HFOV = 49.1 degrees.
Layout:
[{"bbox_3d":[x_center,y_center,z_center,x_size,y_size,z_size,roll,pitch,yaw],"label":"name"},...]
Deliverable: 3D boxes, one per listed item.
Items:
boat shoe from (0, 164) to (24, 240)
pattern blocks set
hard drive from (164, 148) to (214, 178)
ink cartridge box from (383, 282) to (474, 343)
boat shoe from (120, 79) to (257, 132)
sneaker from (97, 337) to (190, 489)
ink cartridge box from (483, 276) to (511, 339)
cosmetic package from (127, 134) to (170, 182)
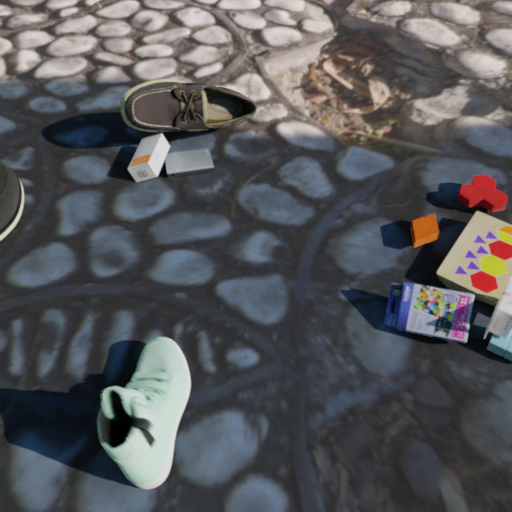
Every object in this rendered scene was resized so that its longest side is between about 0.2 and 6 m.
[{"bbox_3d":[-5.068,-0.638,9.783,1.162,0.995,3.176,5,46,8],"label":"boat shoe"},{"bbox_3d":[4.125,0.103,9.503,3.127,0.288,3.557,35,57,27],"label":"pattern blocks set"},{"bbox_3d":[-1.382,-1.912,11.511,0.956,0.157,0.667,-9,47,-8],"label":"hard drive"},{"bbox_3d":[2.624,0.843,8.571,1.242,0.261,0.741,10,80,20],"label":"ink cartridge box"},{"bbox_3d":[-1.295,-3.104,11.475,2.925,1.071,0.948,-16,21,-34],"label":"boat shoe"},{"bbox_3d":[-1.435,1.731,7.261,0.783,1.255,2.127,-10,47,10],"label":"sneaker"},{"bbox_3d":[3.707,0.823,8.281,0.320,0.553,0.949,24,53,22],"label":"ink cartridge box"},{"bbox_3d":[-2.162,-1.990,11.332,0.519,0.365,1.023,-11,43,22],"label":"cosmetic package"}]
